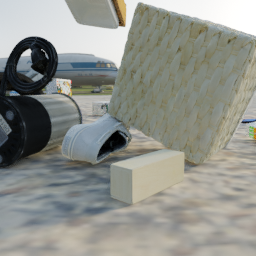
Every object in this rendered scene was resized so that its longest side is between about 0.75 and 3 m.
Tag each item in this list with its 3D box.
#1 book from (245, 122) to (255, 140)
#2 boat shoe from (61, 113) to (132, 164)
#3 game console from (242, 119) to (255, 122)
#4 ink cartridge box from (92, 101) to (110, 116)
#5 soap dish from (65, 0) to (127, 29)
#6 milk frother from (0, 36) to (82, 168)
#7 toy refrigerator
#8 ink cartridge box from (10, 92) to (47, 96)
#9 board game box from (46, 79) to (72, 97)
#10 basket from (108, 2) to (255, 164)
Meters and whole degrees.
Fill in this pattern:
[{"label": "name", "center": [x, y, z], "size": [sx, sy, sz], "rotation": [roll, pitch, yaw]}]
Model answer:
[{"label": "book", "center": [4.137, 0.237, 6.288], "size": [1.754, 0.631, 2.625], "rotation": [-5, 11, -8]}, {"label": "boat shoe", "center": [-0.365, 0.186, 5.734], "size": [0.813, 0.855, 2.374], "rotation": [21, 11, 18]}, {"label": "game console", "center": [4.996, -0.522, 11.051], "size": [0.633, 0.957, 1.088], "rotation": [37, 27, 25]}, {"label": "ink cartridge box", "center": [-0.806, -0.946, 13.674], "size": [1.571, 0.662, 1.148], "rotation": [6, 10, 36]}, {"label": "soap dish", "center": [-0.747, -2.858, 5.763], "size": [1.267, 0.654, 1.610], "rotation": [16, -23, 23]}, {"label": "milk frother", "center": [-1.656, -0.522, 5.469], "size": [2.154, 1.944, 2.026], "rotation": [-20, 2, 20]}, {"label": "toy refrigerator", "center": [0.291, 0.615, 3.838], "size": [0.411, 0.446, 1.175], "rotation": [7, 12, 41]}, {"label": "ink cartridge box", "center": [-4.221, -1.022, 12.397], "size": [1.172, 1.166, 1.597], "rotation": [3, 9, 12]}, {"label": "board game box", "center": [-3.074, -1.354, 12.796], "size": [0.472, 1.722, 2.728], "rotation": [0, 9, 1]}, {"label": "basket", "center": [1.205, -0.953, 5.795], "size": [2.488, 2.511, 2.019], "rotation": [30, 26, 25]}]
